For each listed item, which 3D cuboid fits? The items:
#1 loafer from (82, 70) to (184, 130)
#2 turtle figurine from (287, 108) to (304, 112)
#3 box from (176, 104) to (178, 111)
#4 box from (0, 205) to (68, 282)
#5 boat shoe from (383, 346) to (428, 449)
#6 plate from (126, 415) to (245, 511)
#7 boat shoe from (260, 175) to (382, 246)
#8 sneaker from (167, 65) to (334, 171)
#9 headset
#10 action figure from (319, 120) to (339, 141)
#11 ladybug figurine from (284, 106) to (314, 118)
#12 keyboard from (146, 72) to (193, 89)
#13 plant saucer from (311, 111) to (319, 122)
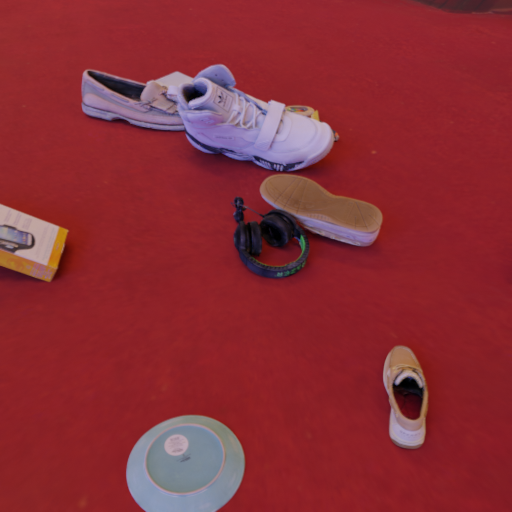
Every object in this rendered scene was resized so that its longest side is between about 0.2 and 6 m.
[{"bbox_3d":[-2.973,-4.045,14.476,3.482,1.095,1.252,11,37,13],"label":"loafer"},{"bbox_3d":[0.750,-3.260,13.776,0.909,0.674,0.937,-12,27,-11],"label":"turtle figurine"},{"bbox_3d":[-1.524,-3.833,13.917,0.760,0.368,0.669,17,49,-8],"label":"box"},{"bbox_3d":[-4.247,-0.344,9.426,1.929,0.400,1.148,21,32,-21],"label":"box"},{"bbox_3d":[1.986,1.709,7.297,0.581,0.521,1.571,3,37,4],"label":"boat shoe"},{"bbox_3d":[-0.837,2.428,6.631,1.398,0.179,1.398,0,38,0],"label":"plate"},{"bbox_3d":[1.147,-0.766,10.390,2.373,0.821,0.875,25,63,21],"label":"boat shoe"},{"bbox_3d":[-0.180,-2.903,11.983,3.548,2.039,1.333,13,78,19],"label":"sneaker"},{"bbox_3d":[0.113,-0.327,10.075,1.215,0.925,1.968,-22,57,-22],"label":"headset"},{"bbox_3d":[1.728,-2.984,13.660,0.652,0.352,0.674,28,41,-8],"label":"action figure"},{"bbox_3d":[1.060,-3.690,14.667,0.930,0.335,0.632,3,37,3],"label":"ladybug figurine"},{"bbox_3d":[-1.202,-4.178,15.276,4.517,0.241,1.271,33,47,32],"label":"keyboard"},{"bbox_3d":[1.393,-3.060,13.481,0.154,0.636,0.637,-1,50,-2],"label":"plant saucer"}]
